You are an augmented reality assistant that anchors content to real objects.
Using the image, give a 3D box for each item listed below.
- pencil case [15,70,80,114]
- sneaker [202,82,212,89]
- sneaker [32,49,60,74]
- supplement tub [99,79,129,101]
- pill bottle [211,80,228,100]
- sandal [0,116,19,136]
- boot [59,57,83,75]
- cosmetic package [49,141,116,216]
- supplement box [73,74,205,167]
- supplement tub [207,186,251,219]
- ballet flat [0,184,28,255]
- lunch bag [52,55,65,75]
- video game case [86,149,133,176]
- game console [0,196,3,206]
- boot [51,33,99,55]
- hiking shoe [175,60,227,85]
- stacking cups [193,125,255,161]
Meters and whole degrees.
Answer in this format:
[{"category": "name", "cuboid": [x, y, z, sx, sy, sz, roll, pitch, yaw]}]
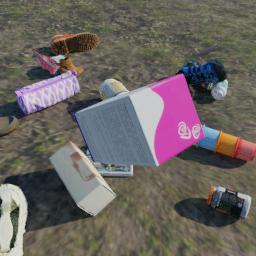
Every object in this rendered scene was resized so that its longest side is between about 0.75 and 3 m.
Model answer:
[{"category": "pencil case", "cuboid": [-3.216, -1.499, 11.438, 2.644, 1.130, 1.110, -31, 76, -29]}, {"category": "sneaker", "cuboid": [3.694, -2.213, 12.871, 0.475, 0.422, 1.125, 21, 44, 18]}, {"category": "sneaker", "cuboid": [-3.147, -2.474, 10.446, 1.204, 0.522, 0.444, 39, 20, 4]}, {"category": "supplement tub", "cuboid": [-0.477, -1.264, 11.234, 1.037, 1.037, 1.436, -18, 43, -21]}, {"category": "pill bottle", "cuboid": [3.942, -1.666, 12.073, 0.606, 0.606, 1.095, 14, 43, 16]}, {"category": "sandal", "cuboid": [-5.462, -0.026, 9.924, 2.942, 0.803, 1.202, -13, 41, -15]}, {"category": "boot", "cuboid": [-2.745, -2.999, 13.435, 1.173, 0.911, 0.450, -17, 43, -20]}, {"category": "cosmetic package", "cuboid": [-1.307, 1.386, 7.915, 0.845, 1.001, 1.936, -40, 51, -6]}, {"category": "supplement box", "cuboid": [0.065, -0.072, 4.882, 1.090, 1.113, 2.154, -26, 8, -29]}, {"category": "supplement tub", "cuboid": [2.723, 1.991, 7.624, 1.043, 0.639, 0.639, 17, 43, 18]}, {"category": "ballet flat", "cuboid": [-3.025, 2.279, 7.076, 0.980, 0.980, 2.730, -12, 41, -15]}, {"category": "lunch bag", "cuboid": [-3.508, -3.174, 13.803, 0.955, 0.716, 1.124, -23, 51, -26]}, {"category": "video game case", "cuboid": [-0.613, 1.000, 9.192, 1.544, 0.177, 1.406, 2, 39, 1]}, {"category": "game console", "cuboid": [-3.775, 2.123, 6.673, 1.248, 0.865, 1.463, 38, 95, 43]}, {"category": "boot", "cuboid": [-3.028, -4.924, 15.760, 2.710, 1.017, 1.453, -12, 36, -13]}, {"category": "hiking shoe", "cuboid": [3.097, -2.219, 12.116, 1.225, 1.051, 2.825, -34, 20, -10]}, {"category": "stacking cups", "cuboid": [2.707, 0.377, 9.399, 2.994, 0.906, 0.906, 19, 43, 20]}]
